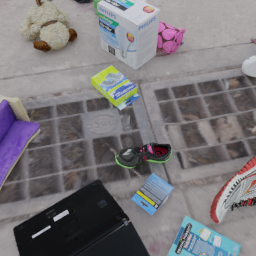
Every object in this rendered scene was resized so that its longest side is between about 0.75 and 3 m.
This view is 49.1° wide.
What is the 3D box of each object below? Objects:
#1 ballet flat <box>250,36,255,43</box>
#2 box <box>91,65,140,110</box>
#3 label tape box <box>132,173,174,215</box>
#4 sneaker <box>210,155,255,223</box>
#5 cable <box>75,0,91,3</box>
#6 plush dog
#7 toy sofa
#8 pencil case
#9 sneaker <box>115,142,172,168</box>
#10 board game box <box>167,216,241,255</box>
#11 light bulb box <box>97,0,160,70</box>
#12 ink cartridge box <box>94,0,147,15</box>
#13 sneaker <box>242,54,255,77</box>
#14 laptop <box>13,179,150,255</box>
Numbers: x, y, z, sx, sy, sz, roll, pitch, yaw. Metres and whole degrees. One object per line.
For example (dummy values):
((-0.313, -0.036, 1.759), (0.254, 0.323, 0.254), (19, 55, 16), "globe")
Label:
((5.481, -3.532, 11.337), (0.982, 0.340, 0.350), (-3, 75, -2), "ballet flat")
((-0.441, -1.436, 9.827), (0.986, 0.385, 1.617), (-36, 62, -21), "box")
((0.662, 1.828, 7.609), (0.717, 0.315, 0.994), (35, 62, 21), "label tape box")
((3.111, 1.665, 7.343), (2.441, 0.950, 1.003), (-35, 63, -21), "sneaker")
((-1.983, -6.603, 13.354), (1.408, 0.439, 1.726), (31, 60, 19), "cable")
((-3.035, -3.964, 11.006), (2.170, 1.741, 1.864), (-29, 84, -19), "plush dog")
((-3.884, 0.501, 7.981), (1.436, 1.219, 2.943), (16, 57, 12), "toy sofa")
((1.068, -3.891, 11.119), (2.357, 1.070, 1.104), (34, 103, 19), "pencil case")
((0.459, 0.681, 8.010), (1.726, 0.723, 0.662), (-8, 57, -19), "sneaker")
((1.826, 2.993, 6.787), (1.453, 0.341, 1.097), (25, 59, 17), "board game box")
((0.012, -3.601, 10.349), (1.952, 1.969, 1.229), (37, 63, 23), "light bulb box")
((-0.328, -5.260, 12.200), (1.889, 0.797, 1.380), (34, 62, 21), "ink cartridge box")
((5.098, -2.623, 10.469), (2.400, 0.909, 1.261), (-12, 42, -13), "sneaker")
((-1.049, 3.098, 6.839), (2.570, 1.498, 2.900), (-28, 34, -19), "laptop")
